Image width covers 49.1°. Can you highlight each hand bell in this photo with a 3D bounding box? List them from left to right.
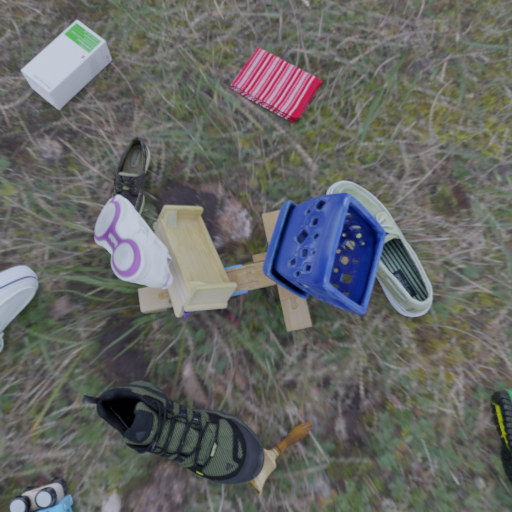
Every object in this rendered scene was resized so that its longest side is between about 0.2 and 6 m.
[{"bbox_3d":[0.399,3.266,9.458,1.426,0.743,0.743,-31,75,-22],"label":"hand bell"}]

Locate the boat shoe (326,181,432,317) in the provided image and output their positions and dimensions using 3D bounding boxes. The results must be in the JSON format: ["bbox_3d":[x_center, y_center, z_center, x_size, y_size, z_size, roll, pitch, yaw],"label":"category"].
[{"bbox_3d":[2.337,-0.261,10.310,1.065,0.918,2.958,-32,75,-9],"label":"boat shoe"}]

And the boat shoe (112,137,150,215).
[{"bbox_3d":[-2.481,-1.454,10.859,0.664,0.588,1.814,4,73,1],"label":"boat shoe"}]

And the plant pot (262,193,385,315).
[{"bbox_3d":[1.024,-0.046,8.841,1.357,1.509,1.510,7,74,39],"label":"plant pot"}]

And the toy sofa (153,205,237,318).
[{"bbox_3d":[-1.176,0.098,10.056,0.821,0.967,1.982,-2,51,-34],"label":"toy sofa"}]

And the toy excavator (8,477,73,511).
[{"bbox_3d":[-3.192,4.337,9.099,1.278,0.657,1.315,-16,86,-3],"label":"toy excavator"}]

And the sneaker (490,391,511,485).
[{"bbox_3d":[4.557,3.173,9.344,0.791,0.724,1.857,-3,72,-1],"label":"sneaker"}]

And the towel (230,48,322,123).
[{"bbox_3d":[0.428,-3.606,11.752,1.648,0.185,1.192,31,74,9],"label":"towel"}]

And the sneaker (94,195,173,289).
[{"bbox_3d":[-2.106,-0.187,9.659,0.827,1.100,2.208,-45,47,14],"label":"sneaker"}]

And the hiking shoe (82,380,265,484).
[{"bbox_3d":[-1.325,2.822,8.707,2.928,1.474,1.109,14,88,26],"label":"hiking shoe"}]

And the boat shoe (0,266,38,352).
[{"bbox_3d":[-4.809,1.461,9.566,0.995,1.096,2.980,39,69,17],"label":"boat shoe"}]

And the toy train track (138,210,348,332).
[{"bbox_3d":[-0.226,0.465,10.304,3.821,0.622,2.191,-12,76,3],"label":"toy train track"}]

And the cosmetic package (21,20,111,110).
[{"bbox_3d":[-3.894,-3.942,11.592,0.869,0.685,1.615,37,75,9],"label":"cosmetic package"}]
